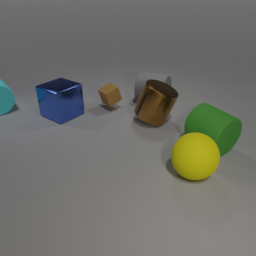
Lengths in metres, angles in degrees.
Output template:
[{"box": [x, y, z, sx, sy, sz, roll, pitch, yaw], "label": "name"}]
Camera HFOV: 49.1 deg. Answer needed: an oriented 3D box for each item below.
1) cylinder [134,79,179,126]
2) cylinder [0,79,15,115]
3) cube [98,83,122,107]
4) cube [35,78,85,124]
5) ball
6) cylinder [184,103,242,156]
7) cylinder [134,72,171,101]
[{"box": [1.129, -1.032, 11.362, 1.400, 1.400, 1.400, 18, 30, -11], "label": "cylinder"}, {"box": [-5.954, -1.446, 12.472, 1.400, 1.400, 1.400, -19, 35, -31], "label": "cylinder"}, {"box": [-0.807, -1.500, 12.579, 0.700, 0.700, 0.700, -35, 40, -19], "label": "cube"}, {"box": [-2.893, -1.209, 12.064, 1.400, 1.400, 1.400, 21, 35, 33], "label": "cube"}, {"box": [1.989, 0.836, 8.300, 1.400, 1.400, 1.400, 0, 29, 0], "label": "ball"}, {"box": [2.928, 0.025, 9.713, 1.400, 1.400, 1.400, -19, 38, -31], "label": "cylinder"}, {"box": [1.195, -1.888, 13.300, 1.400, 1.400, 1.400, 12, 31, 22], "label": "cylinder"}]
